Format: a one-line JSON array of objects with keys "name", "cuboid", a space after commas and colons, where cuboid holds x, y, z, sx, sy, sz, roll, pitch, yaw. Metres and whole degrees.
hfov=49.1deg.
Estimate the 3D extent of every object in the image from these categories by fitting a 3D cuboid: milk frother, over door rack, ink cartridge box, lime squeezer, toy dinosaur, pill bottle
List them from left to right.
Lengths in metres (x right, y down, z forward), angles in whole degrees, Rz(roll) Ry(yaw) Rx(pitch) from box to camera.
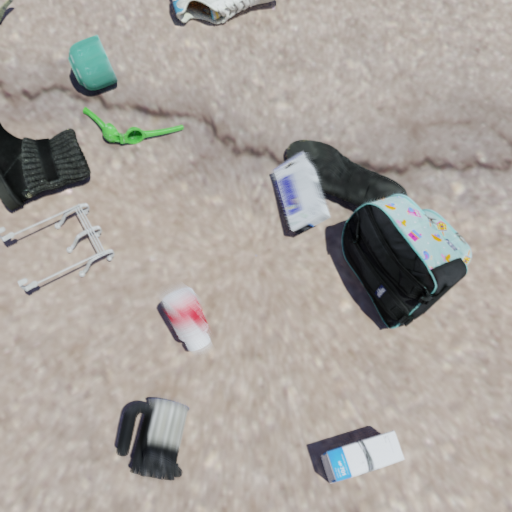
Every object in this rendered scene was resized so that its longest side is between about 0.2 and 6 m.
[{"name": "toy dinosaur", "cuboid": [-6.411, -4.637, 12.413, 1.336, 0.720, 3.032, 9, 65, -12]}, {"name": "over door rack", "cuboid": [-3.712, -0.155, 10.400, 1.753, 0.584, 1.295, -23, 66, -26]}, {"name": "lime squeezer", "cuboid": [-2.690, -2.627, 11.749, 2.226, 0.420, 0.786, 11, 36, 6]}, {"name": "milk frother", "cuboid": [-1.417, 2.834, 8.712, 1.215, 1.096, 1.143, -7, 59, 32]}, {"name": "pill bottle", "cuboid": [-1.162, 1.090, 9.564, 0.558, 0.558, 0.995, -24, 104, -10]}, {"name": "ink cartridge box", "cuboid": [0.858, -1.212, 10.762, 0.745, 0.294, 1.499, -28, 59, 25]}, {"name": "ink cartridge box", "cuboid": [1.655, 3.181, 8.844, 1.128, 0.826, 0.484, -14, 67, -6]}]

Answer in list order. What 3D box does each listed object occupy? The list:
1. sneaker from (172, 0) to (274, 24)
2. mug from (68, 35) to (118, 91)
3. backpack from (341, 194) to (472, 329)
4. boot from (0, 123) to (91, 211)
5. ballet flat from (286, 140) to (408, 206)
[{"name": "sneaker", "cuboid": [-0.648, -5.935, 12.920, 2.560, 0.979, 1.034, -4, 80, 2]}, {"name": "mug", "cuboid": [-3.537, -4.074, 12.060, 0.775, 1.254, 1.030, -24, 92, -7]}, {"name": "backpack", "cuboid": [2.531, -0.052, 9.793, 1.570, 1.801, 2.049, -27, 68, -29]}, {"name": "boot", "cuboid": [-4.501, -2.223, 11.170, 1.806, 0.909, 2.415, -29, 80, -5]}, {"name": "ballet flat", "cuboid": [1.746, -1.497, 11.137, 2.708, 0.769, 0.900, 32, 92, 19]}]
